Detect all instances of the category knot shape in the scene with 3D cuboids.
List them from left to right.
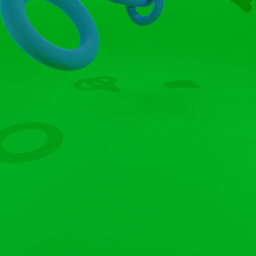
[{"bbox_3d":[0.339,-3.977,8.190,1.744,0.806,1.632,26,76,3],"label":"knot shape"}]

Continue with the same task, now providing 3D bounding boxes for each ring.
[{"bbox_3d":[-1.309,-1.864,5.005,0.370,1.851,1.851,-29,8,42],"label":"ring"}]

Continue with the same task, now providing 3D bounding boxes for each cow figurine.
[{"bbox_3d":[3.403,-4.163,7.851,1.429,1.453,0.797,27,50,-25],"label":"cow figurine"}]
